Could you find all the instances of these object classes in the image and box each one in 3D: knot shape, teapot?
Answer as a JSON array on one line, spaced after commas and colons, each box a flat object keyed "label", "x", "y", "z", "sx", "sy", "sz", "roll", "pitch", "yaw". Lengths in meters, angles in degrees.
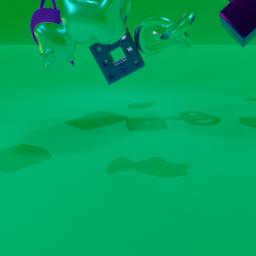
[{"label": "knot shape", "x": 1.075, "y": -2.383, "z": 6.899, "sx": 1.621, "sy": 0.749, "sz": 1.517, "roll": -7, "pitch": -6, "yaw": -32}, {"label": "teapot", "x": -1.844, "y": -2.444, "z": 7.157, "sx": 0.917, "sy": 1.873, "sz": 1.165, "roll": -9, "pitch": 12, "yaw": 20}]

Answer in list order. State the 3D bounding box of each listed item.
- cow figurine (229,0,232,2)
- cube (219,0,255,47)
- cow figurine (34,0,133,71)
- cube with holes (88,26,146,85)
[{"label": "cow figurine", "x": 3.664, "y": -3.783, "z": 8.777, "sx": 1.144, "sy": 1.163, "sz": 0.638, "roll": 7, "pitch": 28, "yaw": 30}, {"label": "cube", "x": 2.683, "y": -2.504, "z": 6.376, "sx": 0.828, "sy": 0.828, "sz": 0.828, "roll": 52, "pitch": 17, "yaw": 13}, {"label": "cow figurine", "x": -0.633, "y": -1.320, "z": 3.811, "sx": 1.314, "sy": 1.293, "sz": 0.721, "roll": 21, "pitch": 19, "yaw": 19}, {"label": "cube with holes", "x": -0.252, "y": -1.761, "z": 6.729, "sx": 0.958, "sy": 0.958, "sz": 0.958, "roll": -27, "pitch": 18, "yaw": 7}]
